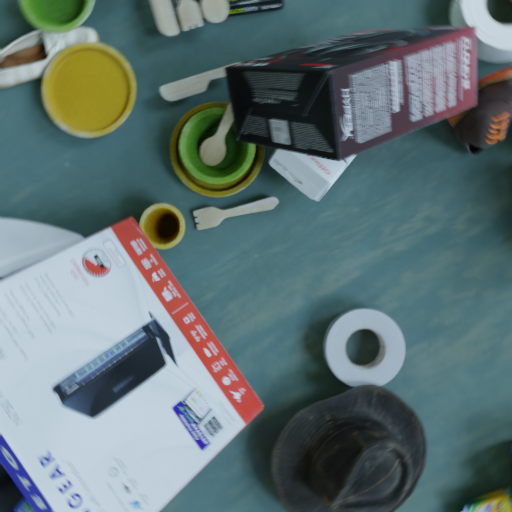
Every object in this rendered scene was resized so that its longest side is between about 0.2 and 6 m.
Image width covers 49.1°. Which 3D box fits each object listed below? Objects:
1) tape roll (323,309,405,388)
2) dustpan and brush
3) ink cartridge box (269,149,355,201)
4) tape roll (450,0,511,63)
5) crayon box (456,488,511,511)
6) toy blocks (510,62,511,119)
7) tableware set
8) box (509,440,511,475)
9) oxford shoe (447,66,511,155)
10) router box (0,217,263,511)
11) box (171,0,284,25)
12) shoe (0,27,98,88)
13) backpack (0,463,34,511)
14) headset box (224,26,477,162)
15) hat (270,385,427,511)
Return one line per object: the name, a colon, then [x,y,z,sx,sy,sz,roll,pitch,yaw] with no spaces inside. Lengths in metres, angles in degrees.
tape roll: [1.689,1.452,8.854,1.235,0.408,1.235,0,86,0]
dustpan and brush: [-4.220,-0.095,8.450,2.912,2.033,0.833,20,112,17]
ink cartridge box: [0.996,-1.664,8.685,0.984,0.565,1.355,39,59,1]
tape roll: [4.004,-3.983,9.100,1.543,0.540,1.543,0,86,0]
crayon box: [3.647,4.034,8.723,0.891,0.230,0.560,-16,93,-3]
toy blocks: [4.788,-2.130,8.588,1.603,1.444,1.715,-11,42,-6]
tableware set: [-1.730,-2.511,8.684,3.239,0.738,4.808,-16,93,2]
box: [4.849,3.370,8.485,1.597,0.916,1.055,-3,87,0]
oxford shoe: [3.467,-2.077,8.080,0.820,2.304,0.836,-17,85,5]
router box: [-2.036,1.653,7.649,3.167,0.862,3.529,-35,90,-42]
box: [-0.566,-4.913,9.204,1.838,0.452,1.903,-9,87,2]
shoe: [-3.501,-3.234,9.065,1.931,0.515,0.675,-22,87,-1]
backpack: [-4.394,3.265,7.302,2.949,3.223,2.368,26,121,3]
headset box: [1.367,-2.303,7.507,2.846,2.118,1.099,-26,120,-27]
hat: [1.530,3.232,8.277,2.518,1.016,2.518,-2,100,-9]
